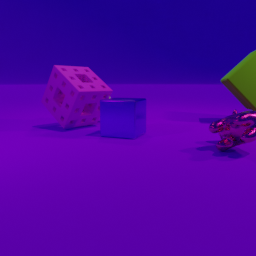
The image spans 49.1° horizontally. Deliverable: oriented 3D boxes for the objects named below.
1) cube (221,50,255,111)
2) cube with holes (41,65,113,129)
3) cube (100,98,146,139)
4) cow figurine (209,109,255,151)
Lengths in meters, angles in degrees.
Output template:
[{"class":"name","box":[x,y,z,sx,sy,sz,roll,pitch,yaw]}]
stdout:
[{"class":"cube","box":[3.842,-1.449,8.530,1.314,1.314,1.314,-43,-2,12]},{"class":"cube with holes","box":[-1.425,-0.876,7.751,1.193,1.193,1.193,-10,48,-49]},{"class":"cube","box":[-0.096,-0.262,6.702,0.868,0.868,0.868,4,10,21]},{"class":"cow figurine","box":[2.149,-0.013,5.361,1.263,0.704,1.283,-19,-5,-32]}]
